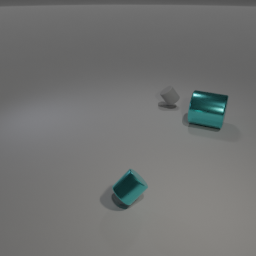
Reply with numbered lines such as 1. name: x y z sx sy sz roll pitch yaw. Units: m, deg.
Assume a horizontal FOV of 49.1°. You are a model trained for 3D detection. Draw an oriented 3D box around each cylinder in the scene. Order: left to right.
1. cylinder: 0.058 1.572 7.497 0.700 0.700 0.700 -46 33 5
2. cylinder: 2.022 -1.562 13.518 0.700 0.700 0.700 -35 21 15
3. cylinder: 3.348 -0.786 11.723 1.400 1.400 1.400 12 30 20
